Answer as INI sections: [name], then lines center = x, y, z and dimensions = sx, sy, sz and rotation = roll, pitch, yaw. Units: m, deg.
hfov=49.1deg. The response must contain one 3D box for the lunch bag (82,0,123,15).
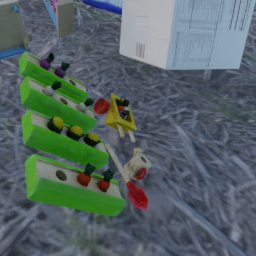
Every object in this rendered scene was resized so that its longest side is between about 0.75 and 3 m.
[lunch bag]
center = 0.051, -4.524, 8.294
dimensions = 2.237, 1.677, 2.631
rotation = 15, 79, -2

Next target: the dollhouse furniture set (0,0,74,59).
[dollhouse furniture set]
center = -2.973, -3.325, 6.816
dimensions = 2.804, 2.647, 1.830
rotation = -23, 77, -19

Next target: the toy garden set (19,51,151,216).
[toy garden set]
center = -0.452, -0.001, 4.419
dimensions = 2.355, 0.564, 2.825
rotation = 27, 27, -40

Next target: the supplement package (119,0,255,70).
[supplement package]
center = 1.208, -2.241, 6.289
dimensions = 2.085, 1.534, 1.994
rotation = -7, 25, -27
